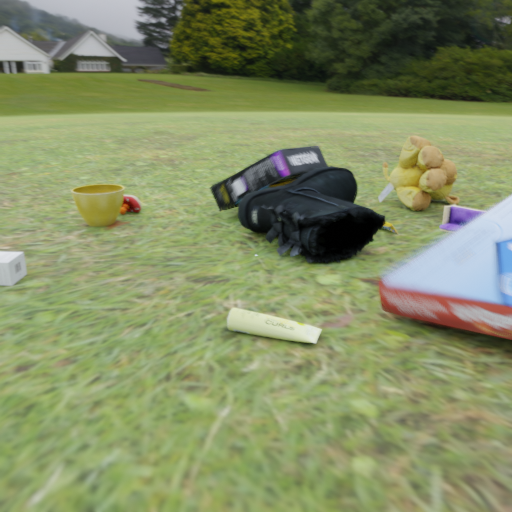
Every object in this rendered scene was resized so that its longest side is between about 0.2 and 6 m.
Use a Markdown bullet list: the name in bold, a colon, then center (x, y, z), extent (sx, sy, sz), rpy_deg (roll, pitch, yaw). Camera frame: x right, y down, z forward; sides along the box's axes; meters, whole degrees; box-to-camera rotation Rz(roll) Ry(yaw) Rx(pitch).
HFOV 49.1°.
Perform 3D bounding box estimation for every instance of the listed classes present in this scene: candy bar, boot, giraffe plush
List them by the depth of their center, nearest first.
- **boot**: center (1.530, -0.938, 11.732), extent (3.373, 1.248, 2.764), rpy_deg (-18, 23, -28)
- **candy bar**: center (2.816, -0.719, 12.642), extent (0.122, 0.275, 1.102), rpy_deg (-48, 31, -5)
- **giraffe plush**: center (4.563, -1.980, 14.806), extent (1.761, 1.874, 2.171), rpy_deg (2, -20, -26)

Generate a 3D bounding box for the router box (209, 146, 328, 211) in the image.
- **router box**: center (0.384, -1.992, 14.072), extent (2.049, 0.702, 2.748), rpy_deg (-24, 1, 29)

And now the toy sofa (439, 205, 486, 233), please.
- **toy sofa**: center (4.700, -0.741, 12.249), extent (0.623, 0.529, 1.276), rpy_deg (-14, 23, -39)

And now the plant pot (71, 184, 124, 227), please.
- **plant pot**: center (-3.629, -1.147, 12.980), extent (1.178, 0.836, 1.178), rpy_deg (-1, 18, 0)

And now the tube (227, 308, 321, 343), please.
- **tube**: center (0.238, 0.953, 7.535), extent (1.232, 0.320, 0.357), rpy_deg (10, 59, 15)

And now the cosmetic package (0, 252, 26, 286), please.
- **cosmetic package**: center (-4.561, 0.197, 9.528), extent (1.061, 0.450, 0.571), rpy_deg (1, 20, 5)

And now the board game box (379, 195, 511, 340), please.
- **board game box**: center (4.745, -0.258, 8.579), extent (5.675, 0.552, 2.921), rpy_deg (-26, 22, -37)

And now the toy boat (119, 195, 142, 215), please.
- **toy boat**: center (-3.255, -1.223, 13.994), extent (0.751, 0.490, 0.491), rpy_deg (5, 49, 16)
